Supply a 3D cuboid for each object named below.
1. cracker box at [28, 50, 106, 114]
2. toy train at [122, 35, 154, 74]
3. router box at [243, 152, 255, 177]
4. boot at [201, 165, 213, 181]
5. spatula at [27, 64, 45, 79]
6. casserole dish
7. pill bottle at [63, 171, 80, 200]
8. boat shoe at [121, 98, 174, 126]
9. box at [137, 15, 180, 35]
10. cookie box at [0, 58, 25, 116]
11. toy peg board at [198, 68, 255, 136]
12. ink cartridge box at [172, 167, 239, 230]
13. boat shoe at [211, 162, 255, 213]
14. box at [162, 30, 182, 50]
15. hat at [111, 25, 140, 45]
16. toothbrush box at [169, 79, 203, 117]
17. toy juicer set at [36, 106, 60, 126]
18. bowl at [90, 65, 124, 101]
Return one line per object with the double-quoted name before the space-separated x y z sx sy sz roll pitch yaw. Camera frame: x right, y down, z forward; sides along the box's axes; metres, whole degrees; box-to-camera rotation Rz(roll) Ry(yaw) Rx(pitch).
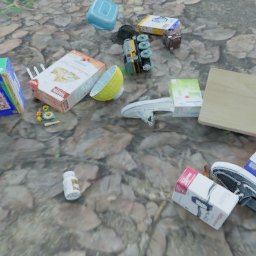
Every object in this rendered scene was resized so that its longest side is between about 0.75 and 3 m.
"cracker box" -2.623 -2.156 12.493 1.968 0.847 2.938 28 56 21
"toy train" 0.436 -3.632 13.691 1.404 1.050 2.464 -11 50 3
"router box" 5.768 1.373 9.610 2.314 0.630 2.579 -37 63 -27
"boot" 2.457 1.663 9.767 0.840 0.288 0.791 -6 58 4
"spatula" -4.209 -2.507 13.266 0.965 0.112 1.388 -23 56 -17
"casserole dish" -0.720 -3.473 8.415 0.891 0.286 1.472 20 50 -10
"pill bottle" -1.904 1.903 9.350 0.491 0.491 0.859 -13 51 -11
"boat shoe" 0.820 -0.545 11.240 2.138 0.790 0.911 -9 66 2
"box" 1.769 -5.684 15.531 2.161 0.448 1.286 22 53 26
"cookie box" -5.737 -1.453 10.969 2.705 2.314 1.017 -9 54 -7
"toy peg board" 4.311 -0.833 11.380 2.576 1.260 2.565 14 67 11
"ink cartridge box" 2.321 2.171 8.630 1.708 1.237 0.720 31 57 23
"boat shoe" 3.763 2.087 8.986 2.597 0.932 0.880 35 57 17
"box" 2.293 -4.618 14.689 0.658 0.651 0.793 -22 53 -17
"hat" -0.118 -5.187 15.173 1.615 0.651 1.615 0 51 0
"toothbrush box" 2.435 -1.283 11.874 1.187 0.702 1.630 0 52 0
"toy juicer set" -3.355 -0.457 11.451 0.680 0.291 1.069 -32 58 -24
"bowl" -0.732 -1.742 11.988 0.916 1.702 1.702 39 48 -23
